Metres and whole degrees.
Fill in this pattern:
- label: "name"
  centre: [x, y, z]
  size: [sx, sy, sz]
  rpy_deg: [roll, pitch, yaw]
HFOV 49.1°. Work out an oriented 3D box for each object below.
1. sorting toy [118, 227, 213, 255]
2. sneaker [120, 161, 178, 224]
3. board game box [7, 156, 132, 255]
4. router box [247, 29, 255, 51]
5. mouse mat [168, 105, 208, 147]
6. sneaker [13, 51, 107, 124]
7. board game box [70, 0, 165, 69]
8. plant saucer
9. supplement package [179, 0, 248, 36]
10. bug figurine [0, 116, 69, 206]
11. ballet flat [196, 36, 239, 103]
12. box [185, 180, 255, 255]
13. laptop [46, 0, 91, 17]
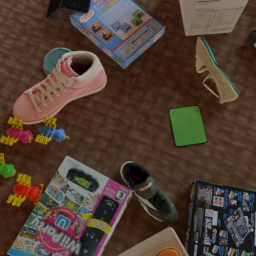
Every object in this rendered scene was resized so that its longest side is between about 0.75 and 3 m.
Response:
- label: "sorting toy"
  centre: [1.116, 3.419, 6.660]
  size: [2.516, 0.370, 1.860]
  rpy_deg: [-32, 73, 8]
- label: "sneaker"
  centre: [0.523, 1.658, 7.278]
  size: [0.681, 0.927, 2.050]
  rpy_deg: [-39, 76, -11]
- label: "board game box"
  centre: [-1.351, 2.365, 7.101]
  size: [1.962, 0.855, 2.660]
  rpy_deg: [26, 74, 9]
- label: "router box"
  centre: [4.818, -2.572, 8.911]
  size: [1.254, 0.429, 1.681]
  rpy_deg: [-28, 74, -9]
- label: "mouse mat"
  centre: [1.771, -0.074, 8.313]
  size: [0.977, 0.046, 1.215]
  rpy_deg: [-7, 71, -3]
- label: "sneaker"
  centre: [-2.039, -1.223, 7.902]
  size: [2.990, 1.563, 1.126]
  rpy_deg: [-27, 76, -7]
- label: "board game box"
  centre: [-0.351, -3.364, 9.155]
  size: [1.889, 0.457, 2.497]
  rpy_deg: [-43, 77, -13]
- label: "plant saucer"
  centre: [-2.161, -2.095, 8.910]
  size: [1.152, 0.158, 1.152]
  rpy_deg: [0, 72, -1]
- label: "supplement package"
  centre: [2.577, -4.433, 8.578]
  size: [1.628, 2.214, 2.117]
  rpy_deg: [-6, 73, -1]
- label: "bug figurine"
  centre: [-2.809, 0.790, 7.724]
  size: [1.918, 0.636, 2.473]
  rpy_deg: [18, 77, 12]
- label: "ballet flat"
  centre: [2.496, -1.727, 8.503]
  size: [0.782, 0.782, 2.250]
  rpy_deg: [-25, 76, -8]
- label: "box"
  centre: [2.604, 2.558, 7.205]
  size: [2.080, 0.521, 2.096]
  rpy_deg: [9, 72, 2]
- label: "laptop"
  centre: [-1.951, -4.312, 9.438]
  size: [1.435, 0.741, 1.271]
  rpy_deg: [9, 72, -7]
